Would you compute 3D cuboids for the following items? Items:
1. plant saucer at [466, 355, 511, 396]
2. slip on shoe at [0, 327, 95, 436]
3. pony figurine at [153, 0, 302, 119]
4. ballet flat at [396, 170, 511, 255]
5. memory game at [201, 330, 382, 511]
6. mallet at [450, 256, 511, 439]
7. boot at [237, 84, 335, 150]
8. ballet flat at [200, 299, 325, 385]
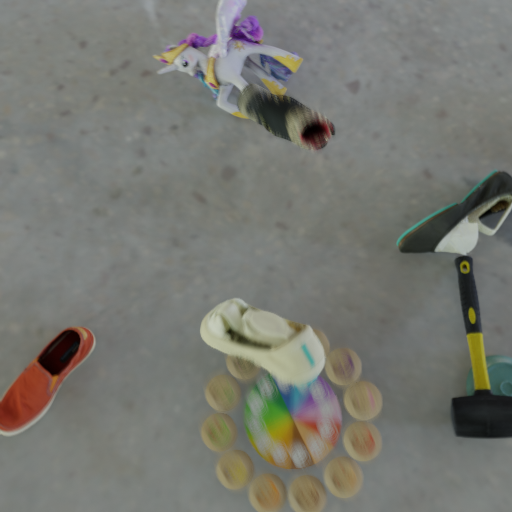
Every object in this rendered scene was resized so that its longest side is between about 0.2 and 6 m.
[{"bbox_3d":[4.295,2.312,9.670,1.262,0.227,1.262,0,66,1],"label":"plant saucer"},{"bbox_3d":[-3.650,2.059,9.547,0.805,0.665,2.172,36,72,13],"label":"slip on shoe"},{"bbox_3d":[-0.473,-4.311,11.831,2.694,2.244,2.601,30,78,-3],"label":"pony figurine"},{"bbox_3d":[3.985,-0.673,10.581,2.795,0.950,0.956,-34,66,-13],"label":"ballet flat"},{"bbox_3d":[0.547,2.606,9.007,2.991,0.190,2.991,-3,72,8],"label":"memory game"},{"bbox_3d":[3.681,1.535,9.851,1.106,0.691,3.359,-13,56,14],"label":"mallet"},{"bbox_3d":[0.810,-2.266,9.870,1.565,2.072,0.748,38,108,37],"label":"boot"},{"bbox_3d":[-0.090,1.067,8.365,2.702,0.938,0.938,13,60,48],"label":"ballet flat"}]
